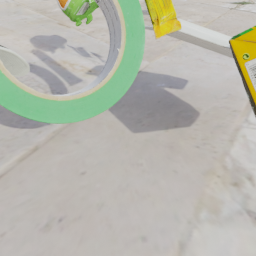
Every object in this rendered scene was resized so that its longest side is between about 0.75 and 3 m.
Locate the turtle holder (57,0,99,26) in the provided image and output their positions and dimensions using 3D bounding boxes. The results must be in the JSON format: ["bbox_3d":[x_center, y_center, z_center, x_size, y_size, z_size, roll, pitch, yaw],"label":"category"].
[{"bbox_3d":[-1.565,-4.549,9.571,1.379,1.476,1.942,45,61,-4],"label":"turtle holder"}]

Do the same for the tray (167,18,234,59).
[{"bbox_3d":[2.162,-2.131,6.943,2.937,0.326,1.577,17,13,-7],"label":"tray"}]

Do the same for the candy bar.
[{"bbox_3d":[0.349,-2.851,5.027,0.603,2.417,0.268,-23,7,-16],"label":"candy bar"}]

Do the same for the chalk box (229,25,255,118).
[{"bbox_3d":[2.896,-0.967,4.731,1.511,1.518,2.440,-22,-5,31],"label":"chalk box"}]

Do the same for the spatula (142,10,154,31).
[{"bbox_3d":[0.364,-3.480,8.470,0.166,1.436,2.066,-40,36,-11],"label":"spatula"}]

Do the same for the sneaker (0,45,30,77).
[{"bbox_3d":[-3.095,-1.801,6.293,1.818,0.643,0.902,19,30,-48],"label":"sneaker"}]

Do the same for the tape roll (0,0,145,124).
[{"bbox_3d":[-1.182,-1.567,4.703,2.966,2.966,0.713,-14,13,-20],"label":"tape roll"}]
